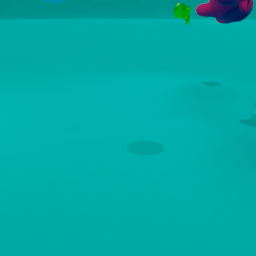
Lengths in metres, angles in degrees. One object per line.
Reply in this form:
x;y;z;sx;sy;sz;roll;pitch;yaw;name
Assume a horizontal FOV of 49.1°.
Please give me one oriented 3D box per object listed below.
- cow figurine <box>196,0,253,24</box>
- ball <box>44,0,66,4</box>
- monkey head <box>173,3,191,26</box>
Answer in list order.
2.351;-2.854;6.177;1.742;0.956;1.715;3;12;-37;cow figurine
-1.326;-2.629;4.990;0.758;0.758;0.758;0;23;0;ball
2.038;-4.301;10.601;0.661;0.789;1.097;0;4;-1;monkey head
